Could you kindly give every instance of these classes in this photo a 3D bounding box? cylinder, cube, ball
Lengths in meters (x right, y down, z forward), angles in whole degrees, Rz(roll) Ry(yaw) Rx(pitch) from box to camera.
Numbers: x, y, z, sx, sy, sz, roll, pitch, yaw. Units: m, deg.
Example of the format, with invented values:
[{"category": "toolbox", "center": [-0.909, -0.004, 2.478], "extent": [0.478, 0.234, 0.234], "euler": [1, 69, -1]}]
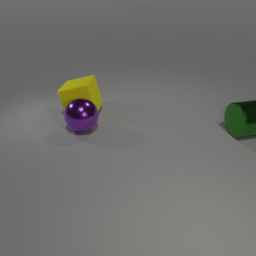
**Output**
[{"category": "cylinder", "center": [4.846, -0.392, 11.195], "extent": [1.400, 1.400, 1.400], "euler": [-8, 30, -13]}, {"category": "cube", "center": [-2.107, -1.396, 12.634], "extent": [1.400, 1.400, 1.400], "euler": [-10, 26, 13]}, {"category": "ball", "center": [-1.901, -0.530, 11.444], "extent": [1.400, 1.400, 1.400], "euler": [0, 29, 0]}]
